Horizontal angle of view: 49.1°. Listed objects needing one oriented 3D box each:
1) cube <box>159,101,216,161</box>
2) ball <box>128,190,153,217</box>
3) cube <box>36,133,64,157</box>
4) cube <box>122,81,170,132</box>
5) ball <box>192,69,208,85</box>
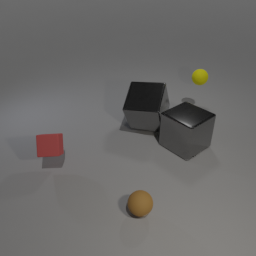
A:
[{"bbox_3d":[2.132,0.070,10.221,1.400,1.400,1.400,-25,40,-33],"label":"cube"},{"bbox_3d":[0.338,2.053,7.649,0.700,0.700,0.700,0,33,0],"label":"ball"},{"bbox_3d":[-2.518,0.547,9.081,0.700,0.700,0.700,-3,1,-1],"label":"cube"},{"bbox_3d":[0.755,-0.822,10.931,1.400,1.400,1.400,5,60,19],"label":"cube"},{"bbox_3d":[3.142,-2.219,12.233,0.700,0.700,0.700,0,33,0],"label":"ball"}]
